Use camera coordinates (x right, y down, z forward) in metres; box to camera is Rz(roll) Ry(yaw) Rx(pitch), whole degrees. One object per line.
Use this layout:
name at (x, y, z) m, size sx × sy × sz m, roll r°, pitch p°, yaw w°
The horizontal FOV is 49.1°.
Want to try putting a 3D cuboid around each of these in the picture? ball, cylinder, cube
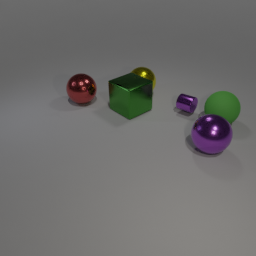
ball at (2.922, 0.204, 9.807) m, size 1.400 × 1.400 × 1.400 m, roll 0°, pitch 33°, yaw 0°
ball at (3.815, -0.800, 11.354) m, size 1.400 × 1.400 × 1.400 m, roll 0°, pitch 33°, yaw 0°
ball at (-2.142, -1.816, 12.949) m, size 1.400 × 1.400 × 1.400 m, roll 0°, pitch 33°, yaw 0°
ball at (0.671, -2.273, 13.652) m, size 1.400 × 1.400 × 1.400 m, roll 0°, pitch 33°, yaw 0°
cylinder at (2.563, -1.084, 12.178) m, size 0.700 × 0.700 × 0.700 m, roll 23°, pitch 39°, yaw 34°
cube at (0.120, -1.444, 12.352) m, size 1.400 × 1.400 × 1.400 m, roll -27°, pitch 41°, yaw -33°
